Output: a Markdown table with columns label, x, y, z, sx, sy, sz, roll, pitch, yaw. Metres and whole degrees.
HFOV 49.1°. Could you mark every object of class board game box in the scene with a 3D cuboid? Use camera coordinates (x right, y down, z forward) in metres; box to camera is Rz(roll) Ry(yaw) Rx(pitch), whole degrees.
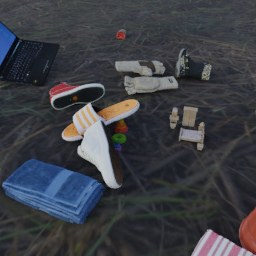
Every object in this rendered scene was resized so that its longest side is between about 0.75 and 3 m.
| label | x | y | z | sx | sy | sz | roll | pitch | yaw |
| --- | --- | --- | --- | --- | --- | --- | --- | --- | --- |
| board game box | -5.488 | -3.153 | 12.463 | 1.716 | 0.533 | 2.273 | -15 | 40 | -19 |

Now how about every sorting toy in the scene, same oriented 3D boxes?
| label | x | y | z | sx | sy | sz | roll | pitch | yaw |
| --- | --- | --- | --- | --- | --- | --- | --- | --- | --- |
| sorting toy | -0.257 | 0.123 | 8.154 | 0.436 | 0.433 | 1.258 | 4 | 36 | 5 |

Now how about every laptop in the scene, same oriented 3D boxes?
| label | x | y | z | sx | sy | sz | roll | pitch | yaw |
| --- | --- | --- | --- | --- | --- | --- | --- | --- | --- |
| laptop | -4.424 | -3.130 | 10.972 | 2.749 | 1.420 | 2.436 | 8 | 57 | 3 |

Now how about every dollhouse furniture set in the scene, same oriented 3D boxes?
| label | x | y | z | sx | sy | sz | roll | pitch | yaw |
| --- | --- | --- | --- | --- | --- | --- | --- | --- | --- |
| dollhouse furniture set | 1.712 | -0.042 | 8.218 | 1.076 | 0.616 | 1.261 | 8 | 37 | 11 |

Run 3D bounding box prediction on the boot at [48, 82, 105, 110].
| label | x | y | z | sx | sy | sz | roll | pitch | yaw |
| --- | --- | --- | --- | --- | --- | --- | --- | --- | --- |
| boot | -1.877 | -1.394 | 10.022 | 1.903 | 0.689 | 1.373 | -15 | 38 | -14 |

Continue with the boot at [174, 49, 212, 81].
| label | x | y | z | sx | sy | sz | roll | pitch | yaw |
| --- | --- | --- | --- | --- | --- | --- | --- | --- | --- |
| boot | 2.739 | -2.603 | 11.630 | 1.426 | 0.681 | 1.888 | 12 | 44 | 12 |

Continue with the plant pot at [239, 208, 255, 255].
| label | x | y | z | sx | sy | sz | roll | pitch | yaw |
| --- | --- | --- | --- | --- | --- | --- | --- | --- | --- |
| plant pot | 2.976 | 1.731 | 5.163 | 1.450 | 1.410 | 1.450 | 0 | 37 | 0 |

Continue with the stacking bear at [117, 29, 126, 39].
| label | x | y | z | sx | sy | sz | roll | pitch | yaw |
| --- | --- | --- | --- | --- | --- | --- | --- | --- | --- |
| stacking bear | -0.303 | -5.189 | 15.343 | 0.470 | 0.440 | 0.774 | 7 | 32 | 9 |

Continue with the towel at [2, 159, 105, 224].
| label | x | y | z | sx | sy | sz | roll | pitch | yaw |
| --- | --- | --- | --- | --- | --- | --- | --- | --- | --- |
| towel | -1.693 | 1.360 | 6.415 | 2.115 | 0.513 | 1.181 | 14 | 38 | 18 |

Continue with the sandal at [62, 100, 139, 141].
| label | x | y | z | sx | sy | sz | roll | pitch | yaw |
| --- | --- | --- | --- | --- | --- | --- | --- | --- | --- |
| sandal | -0.891 | -0.472 | 8.316 | 2.488 | 0.713 | 0.953 | -26 | 33 | -9 |

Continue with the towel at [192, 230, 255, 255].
| label | x | y | z | sx | sy | sz | roll | pitch | yaw |
| --- | --- | --- | --- | --- | --- | --- | --- | --- | --- |
| towel | 1.878 | 2.685 | 4.893 | 1.681 | 0.251 | 1.230 | 25 | 45 | 31 |

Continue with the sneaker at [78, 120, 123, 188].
| label | x | y | z | sx | sy | sz | roll | pitch | yaw |
| --- | --- | --- | --- | --- | --- | --- | --- | --- | --- |
| sneaker | -0.754 | 0.778 | 7.195 | 0.918 | 0.790 | 2.169 | -29 | 42 | 6 |

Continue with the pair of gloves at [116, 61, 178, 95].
| label | x | y | z | sx | sy | sz | roll | pitch | yaw |
| --- | --- | --- | --- | --- | --- | --- | --- | --- | --- |
| pair of gloves | 0.668 | -2.065 | 11.122 | 2.043 | 0.421 | 2.403 | -7 | 39 | -15 |
